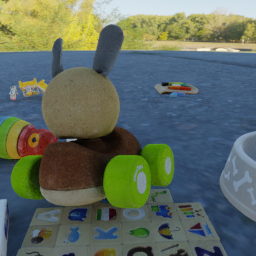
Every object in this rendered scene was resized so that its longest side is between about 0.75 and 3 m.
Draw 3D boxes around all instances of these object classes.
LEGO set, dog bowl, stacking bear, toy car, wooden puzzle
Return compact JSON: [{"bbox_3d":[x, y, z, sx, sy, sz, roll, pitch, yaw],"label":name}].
[{"bbox_3d":[-3.916,-1.511,12.250,2.234,0.831,1.028,5,54,0],"label":"LEGO set"},{"bbox_3d":[3.155,0.812,4.924,2.870,0.842,2.870,0,20,0],"label":"dog bowl"},{"bbox_3d":[-2.499,0.251,6.375,1.843,1.119,1.048,11,-19,9],"label":"stacking bear"},{"bbox_3d":[-0.587,-0.224,4.448,2.085,2.538,2.003,-3,4,28],"label":"toy car"},{"bbox_3d":[2.361,-2.026,13.957,2.001,0.347,2.966,-4,20,-11],"label":"wooden puzzle"}]

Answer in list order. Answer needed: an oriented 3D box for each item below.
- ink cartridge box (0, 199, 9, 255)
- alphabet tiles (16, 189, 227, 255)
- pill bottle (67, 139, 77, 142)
[{"bbox_3d":[-2.440,1.589,3.356,1.818,0.369,1.814,-7,20,-19],"label":"ink cartridge box"},{"bbox_3d":[-0.098,1.521,4.001,2.716,0.086,2.260,-1,19,-4],"label":"alphabet tiles"},{"bbox_3d":[-0.902,0.061,6.733,1.068,1.068,1.928,-2,19,-7],"label":"pill bottle"}]
